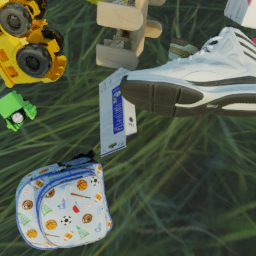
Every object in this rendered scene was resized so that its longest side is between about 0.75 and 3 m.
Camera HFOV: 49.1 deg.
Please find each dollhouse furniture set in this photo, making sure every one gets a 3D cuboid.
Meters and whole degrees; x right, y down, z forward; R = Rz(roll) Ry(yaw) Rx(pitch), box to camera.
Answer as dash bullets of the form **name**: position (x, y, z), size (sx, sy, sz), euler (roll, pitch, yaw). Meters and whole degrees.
- **dollhouse furniture set**: position (0.604, -3.171, 6.946), size (1.899, 2.918, 2.681), euler (14, 37, 12)

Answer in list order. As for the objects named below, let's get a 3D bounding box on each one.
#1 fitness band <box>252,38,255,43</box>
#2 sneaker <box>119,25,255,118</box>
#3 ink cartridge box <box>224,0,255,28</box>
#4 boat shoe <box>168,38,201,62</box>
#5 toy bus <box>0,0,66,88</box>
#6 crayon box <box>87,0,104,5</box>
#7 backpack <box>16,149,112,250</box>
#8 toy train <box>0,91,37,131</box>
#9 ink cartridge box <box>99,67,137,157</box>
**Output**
- **fitness band**: position (3.540, -1.058, 6.182), size (0.507, 1.944, 2.706), euler (-13, 38, -36)
- **sneaker**: position (1.382, -1.194, 5.785), size (3.006, 1.134, 1.729), euler (5, 65, 4)
- **ink cartridge box**: position (2.734, -2.855, 6.376), size (0.487, 0.862, 1.176), euler (8, 32, -8)
- **boat shoe**: position (1.643, -1.529, 6.767), size (1.962, 0.747, 0.703), euler (9, 16, -37)
- **toy bus**: position (-2.801, -2.101, 6.707), size (2.083, 2.169, 1.472), euler (-9, 36, 15)
- **crayon box**: position (-1.375, -4.424, 7.681), size (2.971, 1.886, 0.755), euler (30, 84, 12)
- **backpack**: position (-0.991, 1.184, 4.292), size (1.380, 1.116, 1.449), euler (-10, 93, -14)
- **toy train**: position (-1.674, -0.313, 4.244), size (0.375, 1.799, 0.507), euler (-38, 105, -10)
- **ink cartridge box**: position (-0.261, -0.330, 6.413), size (0.373, 0.945, 1.901), euler (14, 65, -38)
